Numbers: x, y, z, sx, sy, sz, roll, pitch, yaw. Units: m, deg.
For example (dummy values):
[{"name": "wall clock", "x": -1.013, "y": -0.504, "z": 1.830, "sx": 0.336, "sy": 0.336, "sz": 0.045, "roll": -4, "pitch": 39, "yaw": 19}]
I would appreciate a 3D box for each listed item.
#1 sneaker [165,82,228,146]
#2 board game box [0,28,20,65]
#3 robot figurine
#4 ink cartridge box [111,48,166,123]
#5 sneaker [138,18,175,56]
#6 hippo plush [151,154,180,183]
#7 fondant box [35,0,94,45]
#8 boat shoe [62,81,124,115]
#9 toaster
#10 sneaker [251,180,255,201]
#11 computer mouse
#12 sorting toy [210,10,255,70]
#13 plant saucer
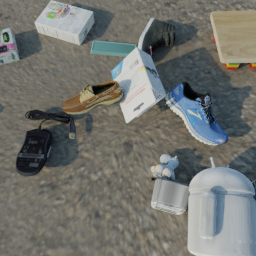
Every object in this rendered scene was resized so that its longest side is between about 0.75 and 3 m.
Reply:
[{"name": "sneaker", "x": 2.130, "y": -0.447, "z": 8.260, "sx": 2.263, "sy": 1.009, "sz": 0.889, "roll": 48, "pitch": 43, "yaw": 11}, {"name": "board game box", "x": -4.879, "y": -2.836, "z": 10.098, "sx": 1.611, "sy": 0.518, "sz": 1.188, "roll": -18, "pitch": 64, "yaw": -8}, {"name": "robot figurine", "x": 2.245, "y": 2.143, "z": 6.732, "sx": 1.555, "sy": 2.335, "sz": 2.754, "roll": -6, "pitch": 69, "yaw": 30}, {"name": "ink cartridge box", "x": 0.328, "y": -1.192, "z": 8.364, "sx": 1.208, "sy": 0.712, "sz": 2.098, "roll": -37, "pitch": 52, "yaw": 31}, {"name": "sneaker", "x": 1.075, "y": -3.090, "z": 10.054, "sx": 1.102, "sy": 0.786, "sz": 2.223, "roll": 15, "pitch": 60, "yaw": 13}, {"name": "hippo plush", "x": 1.176, "y": 1.090, "z": 7.984, "sx": 0.917, "sy": 0.730, "sz": 0.737, "roll": 22, "pitch": 66, "yaw": 11}, {"name": "fondant box", "x": -2.384, "y": -4.036, "z": 10.689, "sx": 1.831, "sy": 0.533, "sz": 1.321, "roll": 20, "pitch": 65, "yaw": 9}, {"name": "boat shoe", "x": -1.048, "y": -0.949, "z": 8.048, "sx": 1.808, "sy": 0.668, "sz": 0.684, "roll": -17, "pitch": 46, "yaw": 0}, {"name": "toaster", "x": 1.121, "y": 1.845, "z": 7.623, "sx": 1.229, "sy": 0.699, "sz": 0.794, "roll": 15, "pitch": 66, "yaw": 6}, {"name": "sneaker", "x": 4.070, "y": 1.515, "z": 7.508, "sx": 2.701, "sy": 1.181, "sz": 0.996, "roll": -36, "pitch": 69, "yaw": -17}, {"name": "computer mouse", "x": -2.401, "y": 0.466, "z": 8.471, "sx": 1.595, "sy": 0.523, "sz": 2.272, "roll": 0, "pitch": 57, "yaw": -3}, {"name": "sorting toy", "x": 4.210, "y": -3.113, "z": 10.069, "sx": 2.290, "sy": 0.797, "sz": 2.276, "roll": -2, "pitch": 63, "yaw": -1}, {"name": "plant saucer", "x": -0.504, "y": -2.937, "z": 10.350, "sx": 1.723, "sy": 0.163, "sz": 0.602, "roll": 6, "pitch": 64, "yaw": 2}]
